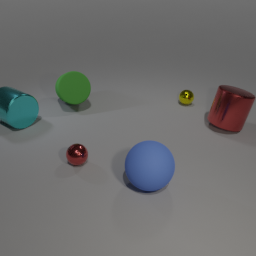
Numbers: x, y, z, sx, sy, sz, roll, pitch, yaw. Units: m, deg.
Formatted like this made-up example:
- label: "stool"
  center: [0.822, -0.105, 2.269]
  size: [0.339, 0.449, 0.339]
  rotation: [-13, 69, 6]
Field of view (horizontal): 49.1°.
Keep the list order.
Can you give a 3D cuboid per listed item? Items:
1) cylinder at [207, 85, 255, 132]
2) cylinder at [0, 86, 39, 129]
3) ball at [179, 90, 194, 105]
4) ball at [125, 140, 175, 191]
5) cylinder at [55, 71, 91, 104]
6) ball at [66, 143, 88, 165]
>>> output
- label: "cylinder"
  center: [3.967, -0.782, 10.836]
  size: [1.400, 1.400, 1.400]
  rotation: [11, 24, -5]
- label: "cylinder"
  center: [-4.545, -0.830, 11.169]
  size: [1.400, 1.400, 1.400]
  rotation: [21, 36, 34]
- label: "ball"
  center: [2.705, -1.426, 12.961]
  size: [0.700, 0.700, 0.700]
  rotation: [0, 29, 0]
- label: "ball"
  center: [0.606, 1.049, 7.833]
  size: [1.400, 1.400, 1.400]
  rotation: [0, 29, 0]
- label: "cylinder"
  center: [-2.468, -1.778, 12.449]
  size: [1.400, 1.400, 1.400]
  rotation: [-10, 11, -17]
- label: "ball"
  center: [-1.621, 0.841, 8.923]
  size: [0.700, 0.700, 0.700]
  rotation: [0, 29, 0]
